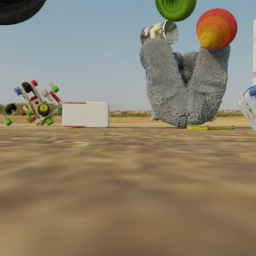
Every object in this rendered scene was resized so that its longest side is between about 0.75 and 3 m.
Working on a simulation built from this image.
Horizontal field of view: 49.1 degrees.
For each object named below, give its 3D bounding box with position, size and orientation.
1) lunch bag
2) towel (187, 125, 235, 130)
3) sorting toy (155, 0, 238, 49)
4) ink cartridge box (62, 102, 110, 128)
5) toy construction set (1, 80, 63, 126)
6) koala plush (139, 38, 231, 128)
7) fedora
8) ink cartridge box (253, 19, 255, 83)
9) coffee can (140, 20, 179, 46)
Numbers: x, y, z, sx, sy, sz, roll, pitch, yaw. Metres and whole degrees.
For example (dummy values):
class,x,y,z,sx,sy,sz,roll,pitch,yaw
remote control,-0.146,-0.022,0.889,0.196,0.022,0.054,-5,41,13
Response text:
class,x,y,z,sx,sy,sz,roll,pitch,yaw
lunch bag,1.788,-0.391,2.817,1.185,0.559,1.479,-28,-7,14
towel,1.866,-0.019,6.242,1.188,0.107,0.511,-1,2,-42
sorting toy,1.092,-2.690,6.403,1.023,2.970,1.030,-52,-1,-42
ink cartridge box,-1.192,-0.376,8.439,1.254,0.720,1.727,0,1,-2
toy construction set,-3.524,-0.781,11.787,2.504,1.924,2.088,-28,-22,-51
koala plush,1.583,-0.859,8.181,2.446,2.535,2.758,1,-20,7
fedora,-2.747,-2.933,5.704,2.294,2.294,1.048,0,-9,-15
ink cartridge box,3.608,-1.183,5.718,1.770,2.436,1.066,0,1,3
coffee can,1.126,-3.322,10.090,0.832,0.832,1.137,-1,1,-43
